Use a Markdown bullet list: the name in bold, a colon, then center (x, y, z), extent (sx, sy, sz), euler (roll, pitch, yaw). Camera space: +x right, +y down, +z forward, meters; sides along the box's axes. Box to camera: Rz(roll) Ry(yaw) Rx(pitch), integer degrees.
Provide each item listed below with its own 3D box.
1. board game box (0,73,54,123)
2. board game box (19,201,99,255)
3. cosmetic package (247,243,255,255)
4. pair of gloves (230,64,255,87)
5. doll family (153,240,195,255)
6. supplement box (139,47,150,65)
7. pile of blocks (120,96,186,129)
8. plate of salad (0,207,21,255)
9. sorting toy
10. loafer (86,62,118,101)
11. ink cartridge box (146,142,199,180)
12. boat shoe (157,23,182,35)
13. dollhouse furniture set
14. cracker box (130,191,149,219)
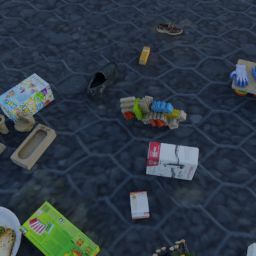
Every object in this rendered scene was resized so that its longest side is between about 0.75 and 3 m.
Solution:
- **board game box**: center (-3.939, -1.114, 10.875), extent (0.937, 0.921, 1.787), euler (37, 63, 23)
- **board game box**: center (-1.981, 3.232, 8.093), extent (2.122, 0.505, 1.078), euler (33, 61, 20)
- **cosmetic package**: center (3.531, 3.744, 7.772), extent (0.386, 0.489, 0.910), euler (19, 59, 13)
- **pair of gloves**: center (4.965, -2.107, 11.304), extent (1.660, 0.189, 1.334), euler (9, 55, 6)
- **doll family**: center (1.192, 3.744, 7.708), extent (1.431, 0.561, 0.827), euler (-20, 85, -1)
- **supplement box**: center (0.753, -3.299, 12.779), extent (0.309, 0.299, 0.898), euler (11, 55, 8)
- **pile of blocks**: center (0.891, -0.518, 10.400), extent (2.528, 1.038, 0.786), euler (9, 56, 6)
- **plate of salad**: center (-4.194, 3.262, 8.096), extent (2.113, 0.508, 2.113), euler (0, 56, 0)
- **sorting toy**: center (5.240, -1.922, 11.645), extent (1.667, 0.584, 1.677), euler (18, 57, 13)
- **loafer**: center (-1.024, -2.071, 11.636), extent (0.741, 0.767, 2.184), euler (22, 58, 15)
- **ink cartridge box**: center (1.427, 1.100, 9.200), extent (1.564, 1.148, 0.648), euler (7, 55, 6)
- **boat shoe**: center (2.061, -4.951, 13.833), extent (1.244, 0.448, 0.449), euler (12, 56, 9)
- **dollhouse furniture set**: center (-4.068, 0.112, 9.516), extent (2.149, 1.751, 2.043), euler (23, 58, 15)
- **cracker box**: center (0.358, 2.429, 8.840), extent (0.533, 0.230, 0.796), euler (-3, 54, -2)
